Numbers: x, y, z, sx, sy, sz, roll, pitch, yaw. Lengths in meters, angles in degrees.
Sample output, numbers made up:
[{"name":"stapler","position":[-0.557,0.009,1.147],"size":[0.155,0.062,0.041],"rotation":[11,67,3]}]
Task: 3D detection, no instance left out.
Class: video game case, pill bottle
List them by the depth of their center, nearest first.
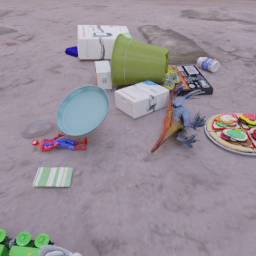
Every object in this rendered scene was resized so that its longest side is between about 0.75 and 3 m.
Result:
[{"name":"video game case","position":[2.337,-2.283,13.289],"size":[2.527,0.357,2.797],"rotation":[-3,34,-5]},{"name":"pill bottle","position":[4.178,-3.348,14.674],"size":[0.615,0.615,1.097],"rotation":[-22,40,-30]}]

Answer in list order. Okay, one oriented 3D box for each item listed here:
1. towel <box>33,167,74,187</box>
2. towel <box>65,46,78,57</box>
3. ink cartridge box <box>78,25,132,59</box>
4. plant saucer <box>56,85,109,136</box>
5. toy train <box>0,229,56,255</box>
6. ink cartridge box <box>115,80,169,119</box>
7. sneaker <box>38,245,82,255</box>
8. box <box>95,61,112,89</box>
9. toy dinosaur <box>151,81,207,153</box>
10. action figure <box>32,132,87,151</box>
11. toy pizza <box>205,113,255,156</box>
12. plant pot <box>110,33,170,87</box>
[{"name":"towel","position":[-2.098,1.388,7.915],"size":[1.015,0.119,0.774],"rotation":[0,33,-1]},{"name":"towel","position":[-2.961,-4.771,17.056],"size":[1.116,0.374,1.511],"rotation":[23,40,32]},{"name":"ink cartridge box","position":[-1.415,-4.999,16.299],"size":[2.982,1.253,2.169],"rotation":[-3,39,-11]},{"name":"plant saucer","position":[-1.437,-0.546,9.101],"size":[1.892,0.259,1.892],"rotation":[-10,58,16]},{"name":"toy train","position":[-2.845,2.533,5.816],"size":[2.673,0.558,0.754],"rotation":[3,44,5]},{"name":"ink cartridge box","position":[0.556,-1.189,11.230],"size":[1.789,0.768,1.310],"rotation":[-23,39,-29]},{"name":"sneaker","position":[-1.684,2.697,4.943],"size":[2.026,1.164,0.761],"rotation":[-6,34,-9]},{"name":"box","position":[-1.164,-2.487,13.119],"size":[0.680,0.868,1.396],"rotation":[-5,34,-7]},{"name":"toy dinosaur","position":[1.656,-0.658,9.570],"size":[2.904,1.525,2.635],"rotation":[-8,35,-19]},{"name":"action figure","position":[-2.234,0.476,9.050],"size":[1.760,0.455,0.576],"rotation":[-3,36,1]},{"name":"toy pizza","position":[3.992,0.045,9.673],"size":[2.597,0.412,2.597],"rotation":[0,33,0]},{"name":"plant pot","position":[0.630,-2.830,12.350],"size":[2.233,2.352,2.352],"rotation":[10,34,11]}]
